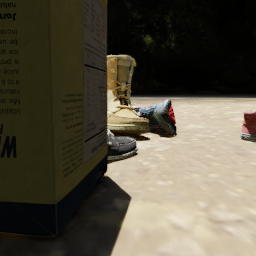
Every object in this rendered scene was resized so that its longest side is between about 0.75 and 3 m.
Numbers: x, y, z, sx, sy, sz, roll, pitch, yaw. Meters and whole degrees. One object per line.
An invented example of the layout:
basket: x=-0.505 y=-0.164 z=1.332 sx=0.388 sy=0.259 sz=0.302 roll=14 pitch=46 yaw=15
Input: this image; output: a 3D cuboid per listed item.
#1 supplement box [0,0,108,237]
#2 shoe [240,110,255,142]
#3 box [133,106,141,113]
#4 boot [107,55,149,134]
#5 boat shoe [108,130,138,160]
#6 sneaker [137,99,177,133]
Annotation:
supplement box: x=-1.598 y=-0.573 z=2.879 sx=2.550 sy=2.548 sz=1.712 roll=1 pitch=8 yaw=9
shoe: x=3.076 y=-0.019 z=5.833 sx=0.542 sy=0.691 sz=1.518 roll=-6 pitch=9 yaw=-36
box: x=-0.587 y=-0.870 z=13.568 sx=2.018 sy=0.367 sz=1.456 roll=-3 pitch=8 yaw=-30
boot: x=-0.162 y=-0.906 z=7.287 sx=0.935 sy=1.996 sz=2.567 roll=10 pitch=4 yaw=-27
boat shoe: x=-0.520 y=0.246 z=4.515 sx=1.703 sy=0.514 sz=0.629 roll=-6 pitch=9 yaw=-37
sneaker: x=0.735 y=-0.228 z=7.753 sx=1.054 sy=0.875 sz=2.207 roll=-13 pitch=1 yaw=3
